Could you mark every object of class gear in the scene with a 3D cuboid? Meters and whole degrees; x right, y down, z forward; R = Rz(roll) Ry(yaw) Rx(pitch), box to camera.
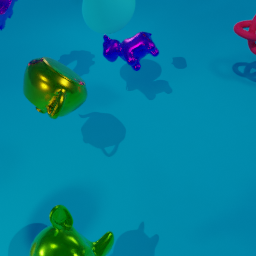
[{"bbox_3d":[-3.054,-3.268,6.605,0.370,2.003,2.003,21,48,-11],"label":"gear"}]

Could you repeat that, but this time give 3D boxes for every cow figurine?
[{"bbox_3d":[0.003,-2.087,7.181,1.314,0.722,1.293,-36,67,12],"label":"cow figurine"}]

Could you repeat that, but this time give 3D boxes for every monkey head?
[{"bbox_3d":[-0.663,1.421,3.290,0.770,1.277,0.919,32,34,21],"label":"monkey head"}]

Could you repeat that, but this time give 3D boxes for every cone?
[{"bbox_3d":[-0.648,-2.998,6.221,1.370,1.375,1.370,0,89,14],"label":"cone"}]

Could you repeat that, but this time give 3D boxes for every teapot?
[{"bbox_3d":[-1.523,-0.772,5.632,1.292,1.017,2.078,27,17,-31],"label":"teapot"}]

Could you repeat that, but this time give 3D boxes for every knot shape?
[{"bbox_3d":[3.543,-2.683,7.730,1.221,0.603,1.305,6,86,4],"label":"knot shape"}]
